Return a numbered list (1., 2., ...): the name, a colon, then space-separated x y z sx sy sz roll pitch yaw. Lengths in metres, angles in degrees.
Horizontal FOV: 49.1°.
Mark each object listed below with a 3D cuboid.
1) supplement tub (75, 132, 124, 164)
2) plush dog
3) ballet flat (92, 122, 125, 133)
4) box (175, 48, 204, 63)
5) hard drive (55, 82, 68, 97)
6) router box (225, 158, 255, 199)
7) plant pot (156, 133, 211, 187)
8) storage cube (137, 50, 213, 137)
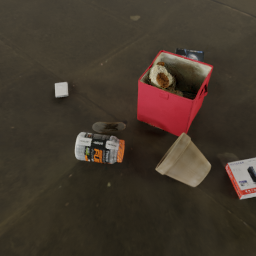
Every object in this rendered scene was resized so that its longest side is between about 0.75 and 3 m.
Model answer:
1. supplement tub: -1.037 0.770 10.555 1.721 1.054 1.054 6 52 6
2. plush dog: 1.241 -1.718 10.793 1.425 1.526 1.776 -13 40 2
3. ballet flat: -0.790 -0.051 11.691 1.371 0.318 0.462 -4 92 3
4. box: 3.116 -3.533 14.364 1.475 0.321 1.181 10 53 8
5. hard drive: -3.121 -1.799 13.147 0.560 0.113 0.850 -9 52 -7
6. router box: 4.516 1.791 10.194 1.471 0.359 1.320 -10 53 -7
7. plant pot: 2.052 1.264 9.985 1.469 1.693 1.693 38 59 5
8. storage cube: 1.852 -1.356 11.410 2.545 2.288 2.176 23 56 17
